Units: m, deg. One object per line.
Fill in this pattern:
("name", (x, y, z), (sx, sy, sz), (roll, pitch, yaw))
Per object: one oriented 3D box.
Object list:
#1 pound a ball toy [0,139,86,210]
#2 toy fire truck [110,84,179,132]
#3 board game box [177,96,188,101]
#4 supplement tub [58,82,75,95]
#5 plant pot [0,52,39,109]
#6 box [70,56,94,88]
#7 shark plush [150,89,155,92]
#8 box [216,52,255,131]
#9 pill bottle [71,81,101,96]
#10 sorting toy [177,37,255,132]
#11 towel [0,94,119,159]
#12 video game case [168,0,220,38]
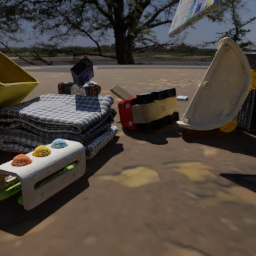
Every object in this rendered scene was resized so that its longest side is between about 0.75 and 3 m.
("pound a ball toy", (-1.927, 0.757, 5.401), (1.309, 0.853, 2.007), (8, 17, 27))
("toy fire truck", (0.278, -0.865, 10.260), (2.566, 1.651, 2.258), (-2, 12, 39))
("board game box", (2.905, -1.598, 15.064), (0.524, 0.133, 0.779), (7, 17, 23))
("supplement tub", (-3.067, -2.148, 15.678), (1.640, 0.877, 0.877), (-5, 16, -15))
("plant pot", (-4.702, -1.132, 7.751), (2.809, 2.478, 2.809), (38, 8, -6))
("box", (-1.408, -1.717, 8.721), (0.641, 0.358, 0.909), (-43, -9, -13))
("shark plush", (1.330, -1.038, 11.674), (0.971, 0.890, 2.137), (-2, 16, -7))
("box", (4.314, -1.437, 10.062), (1.568, 2.529, 2.487), (-3, 16, -16))
("pill bottle", (-2.133, -1.966, 14.866), (0.951, 0.951, 1.789), (7, 18, 25))
("sorting toy", (2.881, -1.136, 9.643), (1.595, 2.985, 2.687), (27, 3, -2))
("towel", (-1.957, -0.182, 7.930), (2.992, 1.280, 2.477), (5, 17, 16))
("video game case", (1.928, -3.517, 7.695), (0.201, 1.823, 1.660), (32, -26, -24))
